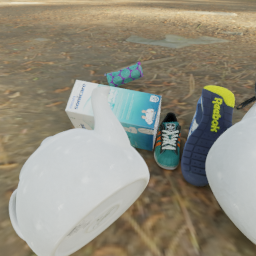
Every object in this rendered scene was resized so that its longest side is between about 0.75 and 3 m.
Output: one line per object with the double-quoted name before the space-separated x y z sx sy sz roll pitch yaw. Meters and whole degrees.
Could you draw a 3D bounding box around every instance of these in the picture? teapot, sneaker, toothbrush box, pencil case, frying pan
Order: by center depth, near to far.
"teapot" 2.422 0.607 3.906 2.371 1.731 2.340 42 32 9
"teapot" -0.799 0.739 3.975 2.001 1.975 1.462 -34 67 -24
"frying pan" 2.156 -0.483 4.399 0.149 0.914 0.553 -10 49 -31
"sneaker" 1.731 0.235 6.082 0.923 1.026 2.495 20 56 9
"toothbrush box" -0.258 -0.228 6.098 1.830 1.339 0.780 10 68 9
"sneaker" 0.893 0.228 6.270 0.568 0.636 1.592 4 34 4
"pencil case" -0.122 -1.787 9.477 1.257 0.535 0.581 -17 54 11
